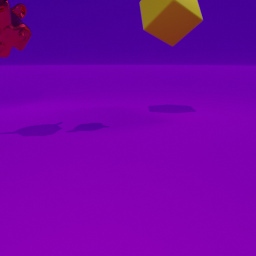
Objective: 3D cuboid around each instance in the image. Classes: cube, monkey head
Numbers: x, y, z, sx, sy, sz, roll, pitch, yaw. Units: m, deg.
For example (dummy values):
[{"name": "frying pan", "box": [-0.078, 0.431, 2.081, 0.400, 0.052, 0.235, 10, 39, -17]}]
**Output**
[{"name": "cube", "box": [1.319, -3.676, 8.811, 1.315, 1.315, 1.315, 17, -36, -34]}, {"name": "monkey head", "box": [-2.805, -2.238, 5.934, 1.863, 1.340, 1.123, -37, 67, -28]}]
